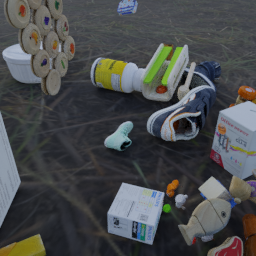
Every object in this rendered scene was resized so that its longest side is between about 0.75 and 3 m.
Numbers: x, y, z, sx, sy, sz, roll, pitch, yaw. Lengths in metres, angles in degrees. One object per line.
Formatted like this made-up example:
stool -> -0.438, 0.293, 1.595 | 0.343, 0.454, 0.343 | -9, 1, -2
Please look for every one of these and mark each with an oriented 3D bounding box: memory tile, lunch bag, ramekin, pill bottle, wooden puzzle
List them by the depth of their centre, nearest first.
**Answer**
wooden puzzle -> -1.868, 2.765, 3.652 | 1.951, 0.338, 2.892 | -11, 35, -16
memory tile -> -1.838, -2.179, 6.429 | 0.214, 2.554, 1.957 | 8, 56, 13
pill bottle -> -0.270, -1.863, 10.098 | 1.936, 1.077, 1.077 | 15, 36, 21
lunch bag -> -0.012, -4.714, 10.940 | 0.788, 0.298, 0.631 | 1, 65, 28
ramekin -> -3.729, -2.645, 11.288 | 2.314, 1.078, 2.314 | 0, 32, 0

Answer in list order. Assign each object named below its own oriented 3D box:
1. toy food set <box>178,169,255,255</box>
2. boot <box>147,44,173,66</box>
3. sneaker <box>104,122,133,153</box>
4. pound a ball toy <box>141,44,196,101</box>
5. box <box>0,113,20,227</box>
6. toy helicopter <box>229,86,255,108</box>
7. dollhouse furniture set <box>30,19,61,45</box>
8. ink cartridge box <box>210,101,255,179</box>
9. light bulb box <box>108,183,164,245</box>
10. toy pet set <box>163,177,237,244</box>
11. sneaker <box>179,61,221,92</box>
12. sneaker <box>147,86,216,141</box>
toy food set -> 2.086, 1.633, 4.857 | 2.304, 0.363, 1.465 | -29, 78, -33
boot -> 1.384, -3.157, 12.189 | 1.338, 0.958, 0.471 | -19, 37, -26
sneaker -> -0.055, 0.246, 7.462 | 0.625, 0.390, 1.060 | 19, 47, 35
pound a ball toy -> 1.580, -1.763, 9.694 | 1.702, 1.109, 2.610 | 10, 50, 22
box -> -3.690, 0.592, 4.797 | 2.737, 2.723, 1.789 | 0, 33, 0
toy helicopter -> 4.205, -0.363, 8.261 | 1.480, 0.883, 2.238 | -7, 43, -27
dollhouse furniture set -> -3.771, -4.133, 13.269 | 1.687, 1.549, 1.098 | 40, 45, 7
ink cartridge box -> 2.710, 0.262, 6.524 | 1.003, 1.387, 1.008 | -17, 37, -25
light bulb box -> 0.162, 1.583, 5.275 | 0.861, 0.538, 0.854 | 11, 34, 15
toy pet set -> 1.429, 1.537, 5.508 | 1.218, 0.693, 1.304 | -42, 37, 1
sneaker -> 2.988, -1.848, 10.306 | 1.534, 0.807, 2.123 | -13, 34, -15
sneaker -> 1.796, -0.342, 7.864 | 2.515, 0.986, 0.998 | -31, 39, -23
